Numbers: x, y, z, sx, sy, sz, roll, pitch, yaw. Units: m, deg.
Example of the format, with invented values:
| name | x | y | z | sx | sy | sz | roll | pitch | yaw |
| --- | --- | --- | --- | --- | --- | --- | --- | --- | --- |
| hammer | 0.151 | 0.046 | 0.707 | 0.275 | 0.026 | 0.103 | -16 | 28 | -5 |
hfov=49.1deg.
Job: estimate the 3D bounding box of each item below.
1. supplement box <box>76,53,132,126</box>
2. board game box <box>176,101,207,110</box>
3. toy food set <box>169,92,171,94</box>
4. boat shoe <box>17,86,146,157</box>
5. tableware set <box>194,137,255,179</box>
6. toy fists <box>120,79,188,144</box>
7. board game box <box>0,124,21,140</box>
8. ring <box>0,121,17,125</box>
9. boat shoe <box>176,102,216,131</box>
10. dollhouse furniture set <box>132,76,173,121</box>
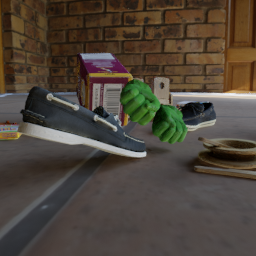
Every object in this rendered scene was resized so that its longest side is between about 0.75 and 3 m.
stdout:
| name | x | y | z | sx | sy | sz | roll | pitch | yaw |
| --- | --- | --- | --- | --- | --- | --- | --- | --- | --- |
| supplement box | -0.986 | -1.490 | 10.186 | 1.463 | 1.856 | 2.836 | -3 | 29 | -17 |
| board game box | 3.706 | -1.272 | 15.985 | 1.473 | 0.404 | 2.333 | 4 | 10 | 23 |
| toy food set | 2.139 | -1.581 | 16.563 | 0.696 | 0.738 | 1.547 | -8 | -19 | -41 |
| boat shoe | -0.563 | -0.014 | 4.927 | 0.985 | 0.786 | 2.605 | 8 | -6 | 43 |
| tableware set | 2.671 | 0.393 | 4.840 | 2.859 | 0.573 | 1.890 | 4 | 10 | 24 |
| toy fists | 0.586 | -0.320 | 6.100 | 0.611 | 1.778 | 0.906 | -38 | 27 | 38 |
| board game box | -3.417 | 0.106 | 7.915 | 0.785 | 0.246 | 1.643 | -3 | 12 | -13 |
| ring | -4.478 | -0.093 | 9.334 | 1.622 | 0.156 | 1.622 | 0 | 8 | 0 |
| boat shoe | 2.020 | -0.411 | 9.144 | 1.022 | 0.853 | 2.739 | 11 | 15 | 43 |
| dollhouse furniture set | 1.391 | -1.319 | 12.075 | 2.439 | 1.709 | 1.719 | -7 | 11 | -39 |
